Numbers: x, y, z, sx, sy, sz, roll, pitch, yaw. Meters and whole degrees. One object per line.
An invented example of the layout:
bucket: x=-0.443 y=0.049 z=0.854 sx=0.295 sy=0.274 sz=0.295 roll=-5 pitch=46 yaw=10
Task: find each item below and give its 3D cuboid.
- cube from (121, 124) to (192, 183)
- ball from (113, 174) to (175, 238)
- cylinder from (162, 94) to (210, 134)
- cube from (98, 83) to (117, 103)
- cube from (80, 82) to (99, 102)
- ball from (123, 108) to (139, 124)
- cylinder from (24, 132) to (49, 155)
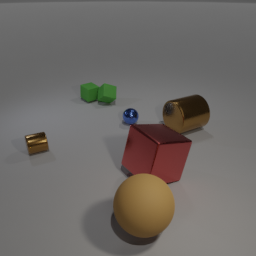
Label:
cube: x=0.851 y=0.767 z=8.640 sx=1.400 sy=1.400 sz=1.400 roll=-1 pitch=24 yaw=-36
ball: x=0.361 y=1.748 z=6.382 sx=1.400 sy=1.400 sz=1.400 roll=0 pitch=28 yaw=0
cylinder: x=2.368 y=-0.570 z=11.483 sx=1.400 sy=1.400 sz=1.400 roll=-15 pitch=31 yaw=-26
cube: x=-1.038 y=-1.714 z=13.921 sx=0.700 sy=0.700 sz=0.700 roll=11 pitch=-20 yaw=-29
cube: x=-1.961 y=-1.851 z=14.360 sx=0.700 sy=0.700 sz=0.700 roll=-22 pitch=40 yaw=-37
ball: x=0.114 y=-0.509 z=12.069 sx=0.700 sy=0.700 sz=0.700 roll=0 pitch=28 yaw=0
cylinder: x=-3.313 y=0.541 z=10.141 sx=0.700 sy=0.700 sz=0.700 roll=-13 pitch=31 yaw=-24
